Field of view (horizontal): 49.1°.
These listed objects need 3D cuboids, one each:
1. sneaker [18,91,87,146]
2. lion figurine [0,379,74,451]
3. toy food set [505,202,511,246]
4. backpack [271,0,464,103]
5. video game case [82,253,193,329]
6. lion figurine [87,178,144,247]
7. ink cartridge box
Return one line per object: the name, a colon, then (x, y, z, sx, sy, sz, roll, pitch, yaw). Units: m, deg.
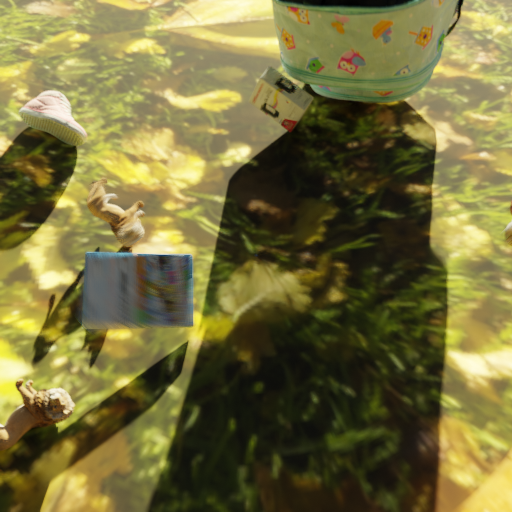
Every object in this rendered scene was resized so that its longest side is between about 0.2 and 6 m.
sneaker: (-3.410, -2.479, 9.836, 1.454, 0.547, 0.760, 24, 62, 22)
lion figurine: (-2.805, 1.953, 6.650, 1.221, 0.443, 0.748, -41, 70, -11)
toy food set: (3.738, -0.349, 7.480, 1.860, 0.888, 0.837, 7, 2, -36)
backpack: (1.935, -4.225, 9.747, 3.116, 2.717, 3.545, 14, 46, 19)
video game case: (-1.562, 0.461, 7.490, 1.423, 0.127, 1.018, 1, 71, -13)
lion figurine: (-2.147, -0.634, 8.396, 1.206, 0.437, 0.738, 28, 53, 7)
ink cartridge box: (0.417, -2.714, 9.745, 0.939, 0.684, 0.389, 35, 61, -2)
